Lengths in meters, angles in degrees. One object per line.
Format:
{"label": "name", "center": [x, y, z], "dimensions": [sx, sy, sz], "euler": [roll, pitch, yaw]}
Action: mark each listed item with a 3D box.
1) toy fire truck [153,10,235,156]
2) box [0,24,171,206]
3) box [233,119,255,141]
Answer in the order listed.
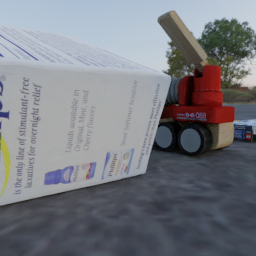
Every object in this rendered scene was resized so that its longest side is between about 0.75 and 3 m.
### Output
{"label": "toy fire truck", "center": [0.807, -0.731, 5.087], "dimensions": [1.441, 2.240, 1.971], "euler": [-5, 8, -43]}
{"label": "box", "center": [-1.236, -0.380, 3.265], "dimensions": [2.483, 1.303, 2.284], "euler": [-4, 26, -38]}
{"label": "box", "center": [3.139, 0.019, 6.881], "dimensions": [1.895, 0.378, 1.297], "euler": [-3, 7, -27]}
